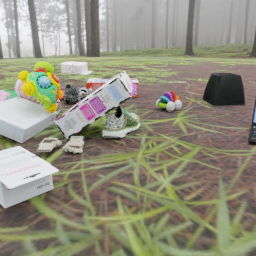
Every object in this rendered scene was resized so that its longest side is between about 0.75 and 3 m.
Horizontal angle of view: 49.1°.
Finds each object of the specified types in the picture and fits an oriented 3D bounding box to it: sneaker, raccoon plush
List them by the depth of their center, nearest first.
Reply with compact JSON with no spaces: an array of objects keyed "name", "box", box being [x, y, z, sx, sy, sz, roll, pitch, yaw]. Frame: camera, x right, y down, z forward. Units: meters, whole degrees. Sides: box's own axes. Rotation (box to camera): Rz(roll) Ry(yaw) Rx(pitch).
[{"name":"sneaker","box":[-0.161,-0.369,10.103,0.880,1.014,2.288,7,19,20]},{"name":"sneaker","box":[-3.597,-1.250,11.696,1.217,0.876,2.328,17,-19,21]},{"name":"raccoon plush","box":[-2.610,-1.881,14.823,1.409,1.018,2.103,3,21,-14]}]

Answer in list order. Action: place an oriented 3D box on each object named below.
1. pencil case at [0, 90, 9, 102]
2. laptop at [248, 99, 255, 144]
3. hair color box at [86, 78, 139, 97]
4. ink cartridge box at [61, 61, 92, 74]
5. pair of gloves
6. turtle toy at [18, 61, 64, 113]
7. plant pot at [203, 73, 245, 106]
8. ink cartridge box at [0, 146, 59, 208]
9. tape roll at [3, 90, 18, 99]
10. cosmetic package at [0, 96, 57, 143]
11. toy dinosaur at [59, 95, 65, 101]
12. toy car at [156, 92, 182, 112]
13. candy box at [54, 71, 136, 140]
[{"name":"pencil case","box":[-5.898,-0.625,10.530,1.255,1.255,2.870,13,22,35]},{"name":"laptop","box":[5.449,-0.328,9.444,2.333,1.360,2.633,8,20,25]},{"name":"hair color box","box":[-0.893,-2.381,16.455,2.956,0.945,1.639,0,17,-3]},{"name":"ink cartridge box","box":[-2.054,-2.424,11.283,1.126,0.380,0.656,7,24,10]},{"name":"pair of gloves","box":[-2.038,0.532,8.602,1.362,0.239,1.158,-2,16,-10]},{"name":"turtle toy","box":[-3.125,-1.675,10.400,1.089,1.570,2.155,-37,49,7]},{"name":"plant pot","box":[5.026,-2.070,14.615,1.675,1.490,1.679,-1,17,-6]},{"name":"ink cartridge box","box":[-2.471,1.080,6.222,1.128,0.650,1.948,-17,24,-42]},{"name":"tape roll","box":[-6.637,-1.182,13.123,2.950,0.709,2.950,0,17,0]},{"name":"cosmetic package","box":[-3.896,-0.384,10.089,1.740,0.596,2.308,24,21,5]},{"name":"toy dinosaur","box":[-3.653,-1.698,15.263,0.922,0.484,0.837,3,33,-26]},{"name":"toy car","box":[1.932,-1.287,13.202,1.142,0.856,0.999,-14,23,-36]},{"name":"candy box","box":[-1.070,-0.842,9.775,2.677,0.817,1.826,-33,11,15]}]
